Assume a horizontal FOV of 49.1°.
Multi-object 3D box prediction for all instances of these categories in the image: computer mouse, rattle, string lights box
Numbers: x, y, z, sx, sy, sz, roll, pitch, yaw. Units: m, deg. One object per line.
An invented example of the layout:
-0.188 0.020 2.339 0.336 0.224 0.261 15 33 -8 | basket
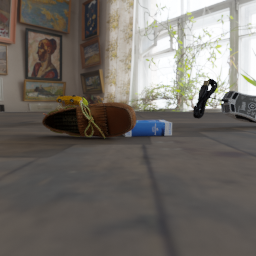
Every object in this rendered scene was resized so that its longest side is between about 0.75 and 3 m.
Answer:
3.308 -0.648 8.600 2.439 1.337 0.535 16 -15 7 | computer mouse
-2.265 -0.400 10.737 1.751 1.251 1.140 -17 -29 -17 | rattle
0.354 -0.005 5.628 0.952 0.281 0.489 -1 7 -13 | string lights box

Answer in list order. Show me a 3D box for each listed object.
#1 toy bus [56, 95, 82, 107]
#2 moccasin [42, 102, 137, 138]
-2.154 -0.988 10.287 0.899 0.352 0.293 2 40 13 | toy bus
-0.723 -0.153 4.993 1.853 0.678 0.715 6 12 27 | moccasin
